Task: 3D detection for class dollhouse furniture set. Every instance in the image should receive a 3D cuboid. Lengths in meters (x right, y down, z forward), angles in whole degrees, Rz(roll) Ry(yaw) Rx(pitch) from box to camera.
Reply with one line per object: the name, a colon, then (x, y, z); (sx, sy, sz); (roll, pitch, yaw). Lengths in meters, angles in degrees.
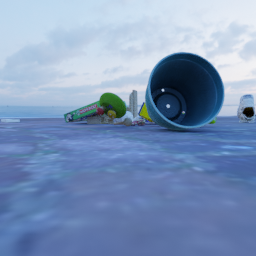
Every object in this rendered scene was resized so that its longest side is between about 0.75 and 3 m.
dollhouse furniture set: (-0.654, -0.969, 12.715); (1.890, 1.540, 1.798); (1, 3, 13)

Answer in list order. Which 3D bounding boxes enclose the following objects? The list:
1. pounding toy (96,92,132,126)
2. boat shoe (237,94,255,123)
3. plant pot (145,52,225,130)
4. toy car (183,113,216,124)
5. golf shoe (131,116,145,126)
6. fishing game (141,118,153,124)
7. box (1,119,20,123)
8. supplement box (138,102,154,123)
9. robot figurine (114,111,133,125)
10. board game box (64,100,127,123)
pounding toy: (-0.584, -0.500, 9.696); (1.071, 1.388, 0.644); (-5, 36, 43)
boat shoe: (6.016, -0.667, 14.056); (0.883, 1.018, 2.389); (-5, -27, 14)
plant pot: (1.292, -0.783, 7.632); (1.933, 1.933, 1.816); (0, -10, -9)
toy car: (2.642, -0.762, 9.884); (1.244, 1.194, 1.514); (1, 15, 40)
golf shoe: (0.268, -0.262, 10.551); (0.785, 0.361, 0.285); (-2, 4, -21)
fishing game: (1.302, -0.324, 12.184); (1.691, 0.367, 2.362); (-1, -4, -20)
box: (-6.169, -0.376, 14.667); (0.669, 0.168, 0.927); (-3, 5, -41)
supplement box: (0.872, -0.504, 10.025); (0.903, 0.491, 0.494); (25, -3, 10)
robot figurine: (-0.169, -0.407, 11.374); (0.836, 0.557, 0.986); (21, -9, -33)
board game box: (-1.411, -0.797, 13.223); (1.986, 0.430, 2.951); (-20, -3, 18)
